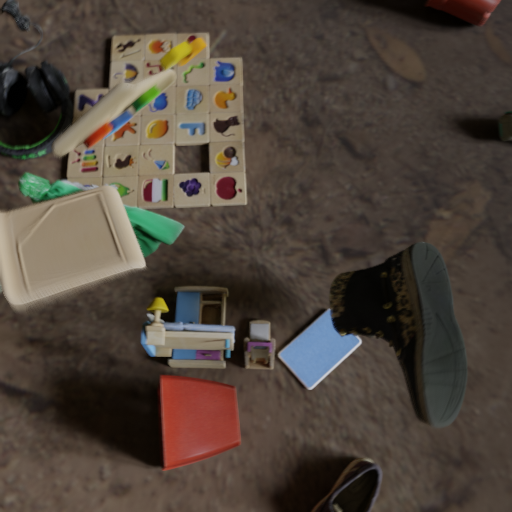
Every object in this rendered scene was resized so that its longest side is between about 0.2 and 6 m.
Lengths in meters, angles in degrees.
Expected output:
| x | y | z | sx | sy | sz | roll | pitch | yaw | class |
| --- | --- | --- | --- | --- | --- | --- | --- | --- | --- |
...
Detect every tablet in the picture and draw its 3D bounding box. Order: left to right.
| x | y | z | sx | sy | sz | roll | pitch | yaw | class |
| --- | --- | --- | --- | --- | --- | --- | --- | --- | --- |
| 1.057 | 1.536 | 9.297 | 1.221 | 0.083 | 0.794 | -40 | 74 | -13 | tablet |

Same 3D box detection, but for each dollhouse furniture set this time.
| x | y | z | sx | sy | sz | roll | pitch | yaw | class |
| --- | --- | --- | --- | --- | --- | --- | --- | --- | --- |
| -0.626 | 0.897 | 8.517 | 1.893 | 2.005 | 1.308 | 1 | 70 | 0 | dollhouse furniture set |

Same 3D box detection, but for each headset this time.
| x | y | z | sx | sy | sz | roll | pitch | yaw | class |
| --- | --- | --- | --- | --- | --- | --- | --- | --- | --- |
| -4.409 | -3.248 | 10.499 | 1.718 | 1.307 | 2.782 | -3 | 80 | -2 | headset |

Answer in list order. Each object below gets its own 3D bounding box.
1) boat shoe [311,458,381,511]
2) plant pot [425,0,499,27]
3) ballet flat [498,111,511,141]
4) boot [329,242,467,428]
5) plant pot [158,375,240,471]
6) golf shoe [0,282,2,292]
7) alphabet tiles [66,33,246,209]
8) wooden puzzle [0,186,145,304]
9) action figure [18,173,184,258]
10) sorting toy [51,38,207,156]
| x | y | z | sx | sy | sz | roll | pitch | yaw | class |
| --- | --- | --- | --- | --- | --- | --- | --- | --- | --- |
| 1.217 | 3.785 | 8.139 | 0.674 | 0.607 | 1.874 | 37 | 73 | 13 | boat shoe |
| 4.342 | -5.411 | 11.462 | 1.207 | 1.241 | 1.241 | 32 | 72 | 4 | plant pot |
| 5.611 | -2.405 | 10.623 | 2.018 | 0.680 | 0.643 | 0 | 96 | 1 | ballet flat |
| 1.959 | 1.167 | 8.066 | 0.879 | 1.840 | 2.436 | 3 | 76 | -32 | boot |
| -0.873 | 2.480 | 8.392 | 1.110 | 1.260 | 1.259 | -1 | 68 | -13 | plant pot |
| -4.854 | 0.525 | 9.419 | 0.816 | 0.657 | 1.678 | 33 | 71 | 18 | golf shoe |
| -1.913 | -2.724 | 10.927 | 3.330 | 0.150 | 3.983 | -2 | 69 | 0 | alphabet tiles |
| -2.497 | -0.174 | 7.403 | 1.723 | 0.321 | 1.594 | -16 | 52 | -18 | wooden puzzle |
| -2.508 | -0.659 | 8.685 | 1.441 | 2.440 | 0.667 | -34 | 52 | 28 | action figure |
| -1.969 | -2.569 | 9.200 | 2.636 | 1.964 | 0.353 | -32 | 102 | 24 | sorting toy |
